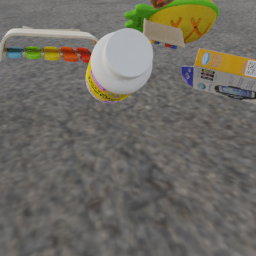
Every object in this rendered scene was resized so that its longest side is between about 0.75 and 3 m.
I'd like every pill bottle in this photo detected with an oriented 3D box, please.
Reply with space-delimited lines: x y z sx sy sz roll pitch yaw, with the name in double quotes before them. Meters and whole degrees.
"pill bottle" -0.198 -1.114 5.285 1.089 1.089 2.089 -9 -1 -12

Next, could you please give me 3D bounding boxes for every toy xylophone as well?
"toy xylophone" -1.917 -2.153 7.249 2.756 0.692 2.018 1 24 -10

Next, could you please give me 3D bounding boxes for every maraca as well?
"maraca" 1.281 -3.270 8.354 2.765 1.479 1.896 -2 -9 1

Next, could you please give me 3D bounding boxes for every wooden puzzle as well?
"wooden puzzle" 0.712 -1.879 5.701 0.879 0.203 0.814 15 42 -9

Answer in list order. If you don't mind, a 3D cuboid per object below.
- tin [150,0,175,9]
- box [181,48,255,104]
"tin" 0.593 -1.962 3.882 0.506 0.189 0.903 -15 38 41
"box" 2.787 -1.290 7.324 2.728 1.624 0.566 19 82 15
